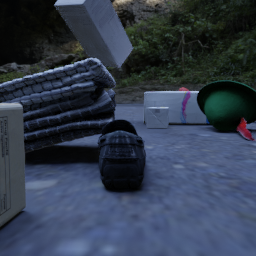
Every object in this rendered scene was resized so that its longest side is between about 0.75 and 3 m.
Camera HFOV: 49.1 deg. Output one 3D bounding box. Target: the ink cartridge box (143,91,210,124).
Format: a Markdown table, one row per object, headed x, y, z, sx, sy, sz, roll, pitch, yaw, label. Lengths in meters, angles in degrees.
| x | y | z | sx | sy | sz | roll | pitch | yaw | label |
| --- | --- | --- | --- | --- | --- | --- | --- | --- | --- |
| 1.761 | -0.704 | 9.431 | 2.510 | 1.062 | 1.814 | -1 | 6 | 2 | ink cartridge box |

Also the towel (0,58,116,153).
| x | y | z | sx | sy | sz | roll | pitch | yaw | label |
| --- | --- | --- | --- | --- | --- | --- | --- | --- | --- |
| -1.145 | -0.203 | 4.070 | 2.091 | 0.895 | 1.732 | -15 | 4 | 1 | towel |

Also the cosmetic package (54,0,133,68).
| x | y | z | sx | sy | sz | roll | pitch | yaw | label |
| --- | --- | --- | --- | --- | --- | --- | --- | --- | --- |
| -1.033 | -3.259 | 9.195 | 1.370 | 1.080 | 2.546 | 16 | -24 | 35 | cosmetic package |

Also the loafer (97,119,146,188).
| x | y | z | sx | sy | sz | roll | pitch | yaw | label |
| --- | --- | --- | --- | --- | --- | --- | --- | --- | --- |
| -0.053 | 0.181 | 3.097 | 0.549 | 0.568 | 1.617 | 0 | 6 | -1 | loafer |

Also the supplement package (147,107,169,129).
| x | y | z | sx | sy | sz | roll | pitch | yaw | label |
| --- | --- | --- | --- | --- | --- | --- | --- | --- | --- |
| 0.851 | -0.300 | 7.915 | 0.572 | 0.568 | 0.754 | 1 | 6 | 10 | supplement package |

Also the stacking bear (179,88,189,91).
| x | y | z | sx | sy | sz | roll | pitch | yaw | label |
| --- | --- | --- | --- | --- | --- | --- | --- | --- | --- |
| 2.002 | -1.134 | 13.677 | 2.164 | 1.314 | 1.231 | -11 | 20 | -20 | stacking bear |

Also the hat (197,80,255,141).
| x | y | z | sx | sy | sz | roll | pitch | yaw | label |
| --- | --- | --- | --- | --- | --- | --- | --- | --- | --- |
| 2.288 | -0.005 | 6.804 | 1.673 | 1.778 | 2.020 | 8 | -32 | 27 | hat |

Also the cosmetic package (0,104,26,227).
| x | y | z | sx | sy | sz | roll | pitch | yaw | label |
| --- | --- | --- | --- | --- | --- | --- | --- | --- | --- |
| -1.060 | 0.271 | 1.259 | 0.526 | 0.779 | 1.481 | 1 | 4 | 7 | cosmetic package |
